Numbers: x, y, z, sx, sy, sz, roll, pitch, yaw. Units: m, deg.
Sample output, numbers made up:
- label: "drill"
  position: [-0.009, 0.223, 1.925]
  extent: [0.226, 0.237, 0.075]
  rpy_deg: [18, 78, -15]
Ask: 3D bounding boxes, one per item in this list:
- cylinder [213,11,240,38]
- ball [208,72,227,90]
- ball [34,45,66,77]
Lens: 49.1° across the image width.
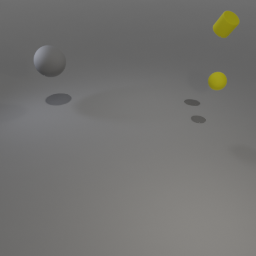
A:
- label: "cylinder"
  position: [3.679, -3.885, 10.519]
  extent: [0.700, 0.700, 0.700]
  rpy_deg: [8, 63, -16]
- label: "ball"
  position: [3.434, -1.798, 10.756]
  extent: [0.700, 0.700, 0.700]
  rpy_deg: [0, 30, 0]
- label: "ball"
  position: [-3.506, -3.000, 12.604]
  extent: [1.400, 1.400, 1.400]
  rpy_deg: [0, 30, 0]
